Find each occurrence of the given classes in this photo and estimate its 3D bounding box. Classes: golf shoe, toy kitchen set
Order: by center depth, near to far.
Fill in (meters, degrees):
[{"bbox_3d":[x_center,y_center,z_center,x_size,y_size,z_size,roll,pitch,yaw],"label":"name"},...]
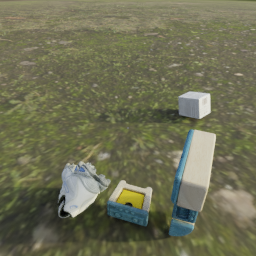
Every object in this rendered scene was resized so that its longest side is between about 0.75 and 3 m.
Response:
[{"bbox_3d":[0.407,1.072,4.786,1.655,2.066,1.217,13,37,14],"label":"toy kitchen set"},{"bbox_3d":[-1.080,1.215,5.347,0.778,1.986,0.966,39,68,-6],"label":"golf shoe"}]

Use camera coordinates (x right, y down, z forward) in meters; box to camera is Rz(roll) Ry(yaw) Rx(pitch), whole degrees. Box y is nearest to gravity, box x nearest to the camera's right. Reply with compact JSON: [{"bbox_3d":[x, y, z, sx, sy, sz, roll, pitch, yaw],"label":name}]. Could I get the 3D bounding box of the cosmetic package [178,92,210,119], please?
[{"bbox_3d":[2.195,-0.771,9.257,0.676,0.672,0.808,-26,28,-37],"label":"cosmetic package"}]
